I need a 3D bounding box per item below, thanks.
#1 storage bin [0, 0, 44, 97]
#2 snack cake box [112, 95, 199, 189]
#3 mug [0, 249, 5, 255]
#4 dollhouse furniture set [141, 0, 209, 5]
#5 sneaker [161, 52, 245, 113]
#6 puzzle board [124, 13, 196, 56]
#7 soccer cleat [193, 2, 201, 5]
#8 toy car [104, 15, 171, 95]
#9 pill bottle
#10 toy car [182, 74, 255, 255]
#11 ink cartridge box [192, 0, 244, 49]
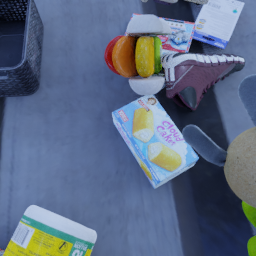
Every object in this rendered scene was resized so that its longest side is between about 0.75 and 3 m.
[{"bbox_3d":[-3.379,-2.287,7.494,1.821,1.263,2.694,-4,66,-1],"label":"storage bin"},{"bbox_3d":[0.602,0.269,6.685,1.147,0.670,1.995,-29,69,-11],"label":"snack cake box"},{"bbox_3d":[-3.475,2.540,5.535,1.534,1.024,1.362,33,69,17],"label":"mug"},{"bbox_3d":[2.058,-2.439,4.968,2.939,2.086,2.329,21,76,16],"label":"dollhouse furniture set"},{"bbox_3d":[1.948,-1.162,7.307,2.568,0.972,1.483,-5,101,-25],"label":"sneaker"},{"bbox_3d":[0.827,-2.578,8.016,1.929,0.168,1.454,15,74,13],"label":"puzzle board"},{"bbox_3d":[1.776,-4.314,8.836,0.614,0.512,1.516,-30,65,1],"label":"soccer cleat"},{"bbox_3d":[0.235,-1.771,6.901,1.504,2.005,1.755,3,106,19],"label":"toy car"},{"bbox_3d":[-1.734,2.930,5.065,1.504,1.504,2.668,19,68,8],"label":"pill bottle"},{"bbox_3d":[1.812,0.458,3.509,2.212,1.817,1.745,42,29,-4],"label":"toy car"},{"bbox_3d":[2.610,-3.120,8.312,1.109,0.390,1.859,23,69,10],"label":"ink cartridge box"}]
